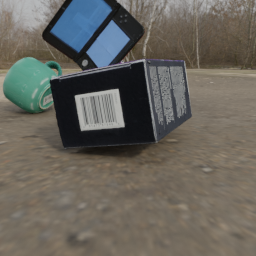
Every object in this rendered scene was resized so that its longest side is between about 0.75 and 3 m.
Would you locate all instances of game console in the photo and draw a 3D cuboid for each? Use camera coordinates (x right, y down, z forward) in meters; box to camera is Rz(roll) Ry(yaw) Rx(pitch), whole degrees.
[{"bbox_3d":[-0.978,-2.596,7.758,1.868,2.167,1.286,52,21,23],"label":"game console"}]

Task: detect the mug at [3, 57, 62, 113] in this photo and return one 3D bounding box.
[{"bbox_3d":[-2.944,-1.453,9.219,1.218,1.970,1.619,32,-3,13],"label":"mug"}]

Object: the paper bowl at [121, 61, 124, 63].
[{"bbox_3d":[-0.673,-1.213,8.927,1.985,1.032,1.985,-34,29,22],"label":"paper bowl"}]

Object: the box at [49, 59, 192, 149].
[{"bbox_3d":[0.057,-0.585,5.923,1.972,1.390,2.665,-5,10,25],"label":"box"}]
